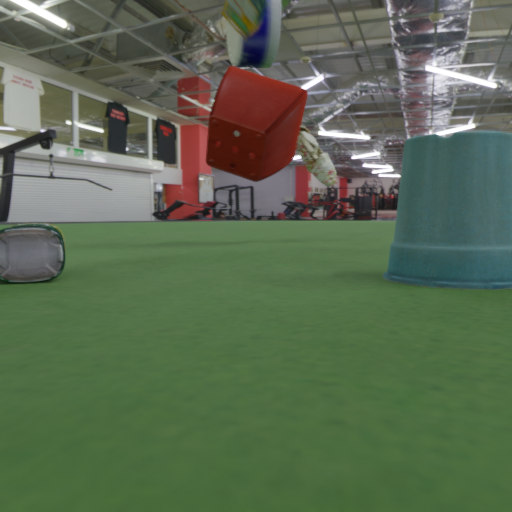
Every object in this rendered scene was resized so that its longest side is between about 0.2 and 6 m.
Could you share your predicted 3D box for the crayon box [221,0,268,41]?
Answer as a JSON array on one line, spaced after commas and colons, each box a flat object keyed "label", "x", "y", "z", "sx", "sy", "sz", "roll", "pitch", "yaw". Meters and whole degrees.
[{"label": "crayon box", "x": -0.151, "y": -3.039, "z": 6.885, "sx": 0.191, "sy": 0.466, "sz": 0.741, "roll": -44, "pitch": 5, "yaw": -14}]

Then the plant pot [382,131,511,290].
[{"label": "plant pot", "x": 2.669, "y": -0.611, "z": 7.409, "sx": 1.929, "sy": 1.889, "sz": 1.929, "roll": -1, "pitch": 4, "yaw": 0}]

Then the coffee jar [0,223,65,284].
[{"label": "coffee jar", "x": -3.120, "y": -0.076, "z": 7.780, "sx": 0.906, "sy": 0.742, "sz": 1.738, "roll": -3, "pitch": 6, "yaw": -18}]

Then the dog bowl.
[{"label": "dog bowl", "x": -0.070, "y": -3.649, "z": 8.588, "sx": 0.573, "sy": 1.455, "sz": 1.455, "roll": -4, "pitch": 5, "yaw": -11}]

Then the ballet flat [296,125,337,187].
[{"label": "ballet flat", "x": 1.648, "y": -2.854, "z": 15.867, "sx": 0.770, "sy": 2.037, "sz": 0.651, "roll": -36, "pitch": -7, "yaw": -32}]

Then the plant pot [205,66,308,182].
[{"label": "plant pot", "x": -0.190, "y": -3.140, "z": 14.208, "sx": 2.192, "sy": 2.194, "sz": 1.933, "roll": 21, "pitch": 46, "yaw": 10}]
